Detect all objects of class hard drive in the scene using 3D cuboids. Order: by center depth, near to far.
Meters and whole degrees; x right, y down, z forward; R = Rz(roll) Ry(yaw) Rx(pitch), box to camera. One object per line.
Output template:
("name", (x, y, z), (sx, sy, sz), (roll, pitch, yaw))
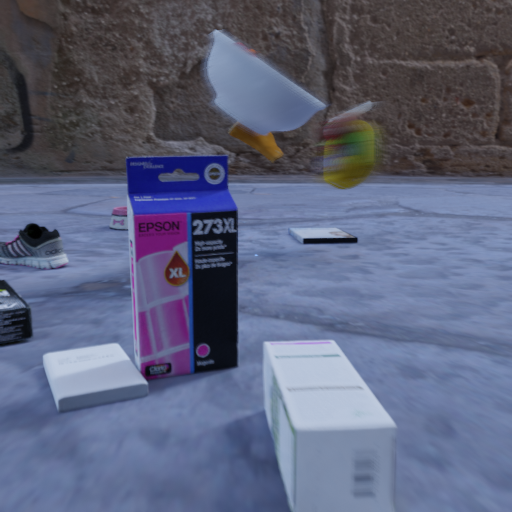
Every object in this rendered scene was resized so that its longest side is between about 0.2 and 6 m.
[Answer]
("hard drive", (-1.359, 0.982, 4.646), (0.671, 0.136, 1.017), (-5, 11, -26))

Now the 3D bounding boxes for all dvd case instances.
("dvd case", (1.458, -0.464, 12.560), (1.201, 0.148, 1.683), (-2, 10, -7))

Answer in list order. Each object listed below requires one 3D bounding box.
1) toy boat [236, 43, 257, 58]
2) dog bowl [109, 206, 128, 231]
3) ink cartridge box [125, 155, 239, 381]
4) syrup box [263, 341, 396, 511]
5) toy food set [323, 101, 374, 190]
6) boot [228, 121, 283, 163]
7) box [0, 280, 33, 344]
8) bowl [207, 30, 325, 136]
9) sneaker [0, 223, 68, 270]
("toy boat", (-0.212, -4.800, 13.437), (0.481, 0.480, 0.735), (-4, -23, 44))
("dog bowl", (-3.065, -0.987, 14.398), (1.414, 0.521, 1.414), (0, 10, 0))
("ink cartridge box", (-0.599, 0.100, 4.710), (0.877, 1.852, 0.344), (-5, 12, -20))
("syrup box", (0.382, 0.986, 3.476), (0.554, 0.536, 1.362), (-1, 10, -5))
("toy food set", (1.733, -2.302, 11.232), (1.124, 1.910, 0.624), (-12, -27, 33))
("boot", (0.071, -2.817, 13.885), (0.571, 1.162, 1.623), (-41, -8, 29))
("box", (-3.360, 0.636, 5.811), (1.690, 0.401, 1.632), (-7, 10, -31))
("bowl", (-0.002, -2.623, 9.061), (2.121, 0.953, 2.121), (31, 17, -11))
("sneaker", (-3.888, -0.214, 9.560), (1.653, 0.723, 0.610), (6, 12, 29))
